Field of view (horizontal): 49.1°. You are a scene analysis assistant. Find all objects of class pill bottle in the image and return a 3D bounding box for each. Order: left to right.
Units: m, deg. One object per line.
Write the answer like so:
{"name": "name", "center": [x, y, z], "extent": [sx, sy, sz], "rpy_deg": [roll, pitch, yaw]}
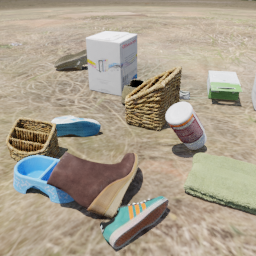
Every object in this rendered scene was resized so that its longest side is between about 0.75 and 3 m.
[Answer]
{"name": "pill bottle", "center": [2.083, -0.034, 9.806], "extent": [0.965, 1.691, 0.965], "rpy_deg": [-22, 42, 21]}

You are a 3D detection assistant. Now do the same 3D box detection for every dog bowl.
{"name": "dog bowl", "center": [-2.438, 1.496, 8.666], "extent": [2.418, 0.599, 1.348], "rpy_deg": [11, 32, 17]}

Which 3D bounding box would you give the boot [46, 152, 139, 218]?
{"name": "boot", "center": [-0.902, 1.185, 8.213], "extent": [2.092, 0.910, 2.516], "rpy_deg": [31, 41, -2]}

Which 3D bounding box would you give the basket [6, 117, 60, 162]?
{"name": "basket", "center": [-3.402, 0.468, 9.789], "extent": [1.659, 1.236, 1.184], "rpy_deg": [11, 32, 17]}

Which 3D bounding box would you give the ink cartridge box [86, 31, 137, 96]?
{"name": "ink cartridge box", "center": [-0.799, -3.533, 15.026], "extent": [2.046, 2.829, 2.083], "rpy_deg": [14, 33, 22]}

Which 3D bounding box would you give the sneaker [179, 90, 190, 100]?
{"name": "sneaker", "center": [2.551, -1.752, 14.357], "extent": [1.264, 0.447, 0.462], "rpy_deg": [4, 31, 7]}

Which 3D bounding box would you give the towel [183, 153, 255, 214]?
{"name": "towel", "center": [3.167, 1.648, 8.516], "extent": [2.680, 0.489, 1.989], "rpy_deg": [13, 34, 19]}

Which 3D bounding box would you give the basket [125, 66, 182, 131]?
{"name": "basket", "center": [1.029, -1.559, 12.372], "extent": [2.040, 2.129, 2.858], "rpy_deg": [14, 34, 23]}

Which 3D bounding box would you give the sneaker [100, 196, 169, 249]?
{"name": "sneaker", "center": [0.176, 2.231, 7.286], "extent": [1.988, 0.709, 0.794], "rpy_deg": [-24, 42, -32]}

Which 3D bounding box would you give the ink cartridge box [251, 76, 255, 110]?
{"name": "ink cartridge box", "center": [7.195, -2.406, 12.992], "extent": [2.168, 2.945, 2.130], "rpy_deg": [9, 30, 15]}

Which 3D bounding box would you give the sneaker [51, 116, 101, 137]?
{"name": "sneaker", "center": [-2.124, -0.148, 11.294], "extent": [2.072, 0.793, 0.837], "rpy_deg": [1, 31, -1]}

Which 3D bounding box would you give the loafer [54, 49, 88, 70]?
{"name": "loafer", "center": [-3.396, -4.278, 18.231], "extent": [2.872, 0.981, 1.087], "rpy_deg": [-16, 37, 4]}

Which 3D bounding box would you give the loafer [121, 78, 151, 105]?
{"name": "loafer", "center": [0.700, -2.055, 14.338], "extent": [1.108, 0.982, 2.913], "rpy_deg": [17, 34, 26]}

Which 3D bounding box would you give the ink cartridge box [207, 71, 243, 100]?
{"name": "ink cartridge box", "center": [4.940, -2.104, 14.556], "extent": [1.479, 0.845, 2.849], "rpy_deg": [6, 31, 10]}
